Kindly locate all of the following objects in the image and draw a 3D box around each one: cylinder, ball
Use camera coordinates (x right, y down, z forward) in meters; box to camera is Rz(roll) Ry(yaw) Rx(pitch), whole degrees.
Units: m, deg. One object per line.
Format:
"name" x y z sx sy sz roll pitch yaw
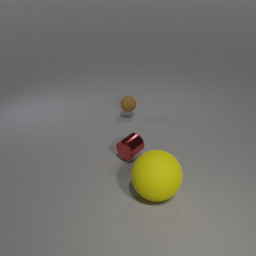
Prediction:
"cylinder" 0.079 0.617 9.446 0.700 0.700 0.700 23 42 35
"ball" 0.792 1.307 7.730 1.400 1.400 1.400 0 29 0
"ball" 0.015 -1.051 12.213 0.700 0.700 0.700 0 29 0
